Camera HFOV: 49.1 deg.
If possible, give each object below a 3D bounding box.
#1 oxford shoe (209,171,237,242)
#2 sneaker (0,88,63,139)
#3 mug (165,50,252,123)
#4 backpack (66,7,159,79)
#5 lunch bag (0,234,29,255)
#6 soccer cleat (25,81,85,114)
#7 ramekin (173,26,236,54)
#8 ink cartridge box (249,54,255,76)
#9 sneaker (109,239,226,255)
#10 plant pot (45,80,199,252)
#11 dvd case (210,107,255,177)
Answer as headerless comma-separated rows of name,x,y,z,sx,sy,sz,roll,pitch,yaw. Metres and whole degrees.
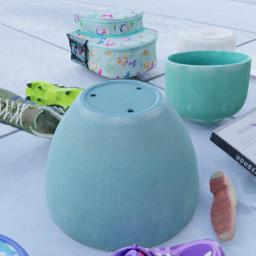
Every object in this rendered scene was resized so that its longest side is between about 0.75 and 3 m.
oxford shoe,1.672,1.311,4.672,0.460,0.441,1.247,34,44,-21
sneaker,-2.172,-0.317,5.822,2.202,0.738,0.989,26,-12,-36
mug,2.159,-1.104,7.267,2.497,1.544,2.052,-16,27,-27
backpack,-0.411,-2.974,9.851,2.661,2.256,2.997,-25,46,-33
lunch bag,-2.508,2.204,2.655,2.292,1.176,2.852,12,34,23
soccer cleat,-1.525,-0.744,7.522,2.636,0.890,1.068,20,14,19
ramekin,3.041,-3.220,11.016,2.501,1.165,2.501,0,32,0
ink cartridge box,4.547,-2.183,10.228,1.617,0.405,1.311,-29,42,-27
sneaker,0.341,1.817,3.451,2.081,0.868,0.839,-10,31,-18
plant pot,-0.108,0.292,4.893,2.856,1.923,2.856,0,32,0
dvd case,3.212,0.573,5.491,1.949,0.321,2.593,-23,50,-31
